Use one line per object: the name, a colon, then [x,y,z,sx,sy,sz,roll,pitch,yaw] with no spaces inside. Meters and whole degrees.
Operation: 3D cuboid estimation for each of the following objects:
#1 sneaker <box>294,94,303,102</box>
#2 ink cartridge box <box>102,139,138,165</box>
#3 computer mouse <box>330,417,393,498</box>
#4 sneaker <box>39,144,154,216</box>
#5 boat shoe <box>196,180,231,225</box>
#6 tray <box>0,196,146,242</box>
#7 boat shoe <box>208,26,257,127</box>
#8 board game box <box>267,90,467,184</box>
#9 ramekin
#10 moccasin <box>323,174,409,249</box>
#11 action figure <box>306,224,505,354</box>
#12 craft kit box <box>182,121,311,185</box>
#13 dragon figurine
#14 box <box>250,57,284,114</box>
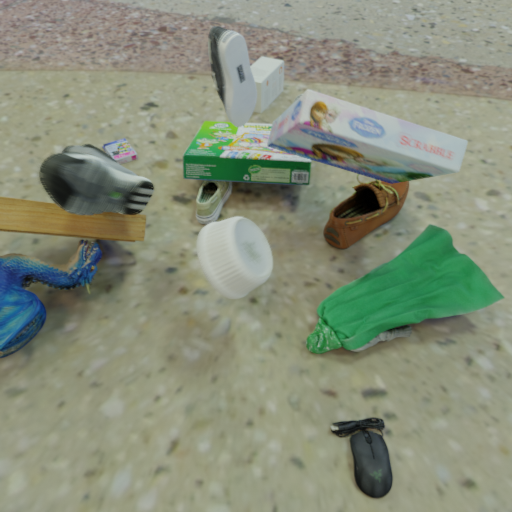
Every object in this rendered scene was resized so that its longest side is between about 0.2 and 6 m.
sneaker: [2.191,-3.439,14.455,2.756,1.006,0.976,34,32,28]
ink cartridge box: [-3.419,-2.633,13.985,0.595,0.209,0.998,-21,45,-22]
computer mouse: [1.593,2.822,8.017,0.839,0.319,1.212,-5,43,-6]
sneaker: [-2.826,-1.331,8.918,1.424,0.925,2.467,36,8,19]
boat shoe: [-0.929,-1.460,12.433,0.665,0.573,1.847,4,43,5]
tray: [-3.732,-0.645,10.000,1.568,0.589,3.179,5,0,41]
boat shoe: [-0.418,-2.735,8.613,0.585,1.632,0.553,-41,58,-18]
board game box: [1.695,-1.898,9.503,2.627,0.540,2.620,15,1,-9]
ramekin: [-0.265,-0.018,8.415,0.584,1.254,1.254,-24,34,29]
moccasin: [2.371,-1.160,11.798,2.583,0.997,0.945,-30,51,-28]
action figure: [2.296,0.824,9.749,3.320,0.908,1.961,-24,49,-14]
craft kit box: [-0.083,-2.452,13.044,2.780,0.674,2.745,3,26,3]
dragon figurine: [-4.152,0.957,9.091,1.922,1.138,3.867,36,71,-6]
box: [0.147,-4.831,15.785,0.739,0.943,1.516,19,46,19]
